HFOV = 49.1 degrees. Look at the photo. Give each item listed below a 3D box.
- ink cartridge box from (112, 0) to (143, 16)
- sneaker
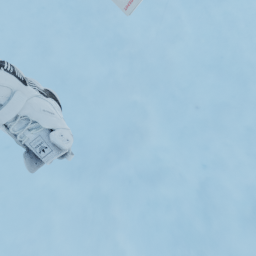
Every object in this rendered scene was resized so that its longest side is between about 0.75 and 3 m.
[{"bbox_3d":[-0.190,-4.370,7.836,1.917,1.399,0.808,41,64,-13],"label":"ink cartridge box"},{"bbox_3d":[-1.974,-0.138,5.214,1.093,2.908,1.671,-33,72,12],"label":"sneaker"}]
